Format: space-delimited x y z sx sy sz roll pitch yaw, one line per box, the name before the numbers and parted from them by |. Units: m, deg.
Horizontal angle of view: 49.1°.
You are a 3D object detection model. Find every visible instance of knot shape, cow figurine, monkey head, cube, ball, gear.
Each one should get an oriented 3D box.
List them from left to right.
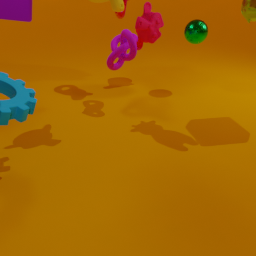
gear | -2.695 -0.659 5.561 1.650 0.305 1.650 20 28 -11
cube | -1.992 -2.386 4.215 1.023 1.023 1.023 0 57 -17
monkey head | -0.567 -2.983 6.116 0.896 1.070 1.487 -8 15 34
knot shape | -0.141 -4.534 8.946 0.793 1.605 1.715 6 52 -52
knot shape | -0.110 -2.391 8.321 0.626 1.354 1.267 26 -13 -22
monkey head | 0.613 -3.790 10.416 1.292 1.796 1.082 1 20 -36
ball | 2.293 -3.234 9.436 0.798 0.798 0.798 0 29 0
cow figurine | 2.845 -3.212 6.268 1.648 1.675 0.919 26 13 35
